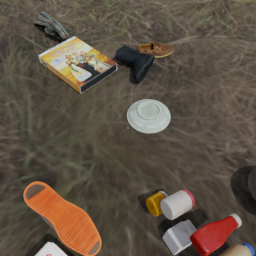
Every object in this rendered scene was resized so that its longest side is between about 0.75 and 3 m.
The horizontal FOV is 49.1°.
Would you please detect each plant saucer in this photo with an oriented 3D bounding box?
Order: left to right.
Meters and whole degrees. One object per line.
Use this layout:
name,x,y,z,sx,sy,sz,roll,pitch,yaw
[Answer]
plant saucer,0.635,-0.451,8.510,1.341,0.337,1.341,0,53,0

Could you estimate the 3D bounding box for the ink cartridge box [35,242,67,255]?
ink cartridge box,-1.619,3.526,5.124,1.580,0.893,2.156,32,59,22

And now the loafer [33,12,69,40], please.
loafer,-3.035,-3.879,10.984,0.645,0.737,2.052,-41,54,-7

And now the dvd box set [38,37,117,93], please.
dvd box set,-1.775,-2.305,9.883,1.701,0.342,2.325,-38,61,-26

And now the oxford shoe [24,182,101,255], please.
oxford shoe,-1.451,2.053,6.397,2.113,0.770,0.753,44,66,5

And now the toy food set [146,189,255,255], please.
toy food set,1.628,2.237,5.923,1.195,1.268,2.656,-20,55,-26

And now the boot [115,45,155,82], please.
boot,0.112,-2.247,9.697,1.262,0.574,1.502,21,48,11

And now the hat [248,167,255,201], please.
hat,3.618,1.675,6.708,1.641,0.662,1.641,1,45,-1

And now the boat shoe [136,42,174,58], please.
boat shoe,1.001,-2.887,10.264,1.420,0.479,0.511,-9,53,-7
